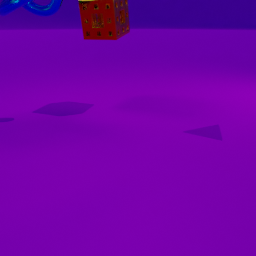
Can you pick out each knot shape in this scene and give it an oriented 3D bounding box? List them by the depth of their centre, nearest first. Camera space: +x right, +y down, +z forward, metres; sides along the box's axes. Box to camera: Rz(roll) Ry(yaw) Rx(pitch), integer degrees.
[{"bbox_3d":[-2.526,-3.598,7.335,1.709,1.826,0.844,9,-17,4],"label":"knot shape"}]

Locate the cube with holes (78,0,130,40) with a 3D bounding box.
[{"bbox_3d":[-0.682,-3.372,8.531,1.107,1.107,1.107,7,32,20],"label":"cube with holes"}]
